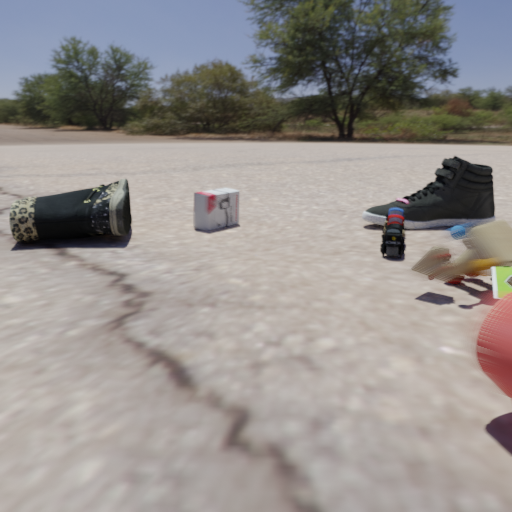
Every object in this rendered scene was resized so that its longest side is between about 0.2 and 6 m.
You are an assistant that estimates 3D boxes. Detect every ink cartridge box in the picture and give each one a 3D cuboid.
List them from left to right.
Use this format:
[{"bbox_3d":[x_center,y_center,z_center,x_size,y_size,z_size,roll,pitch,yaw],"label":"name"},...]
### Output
[{"bbox_3d":[-0.755,-0.914,10.879,0.396,0.690,0.951,13,19,36],"label":"ink cartridge box"},{"bbox_3d":[3.027,0.555,5.129,1.636,0.620,1.209,4,15,21],"label":"ink cartridge box"}]

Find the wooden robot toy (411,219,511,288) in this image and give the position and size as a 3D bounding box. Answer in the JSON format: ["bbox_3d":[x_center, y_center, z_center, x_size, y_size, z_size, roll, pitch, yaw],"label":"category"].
[{"bbox_3d":[3.055,0.158,6.810,2.326,1.025,1.055,-15,56,-26],"label":"wooden robot toy"}]

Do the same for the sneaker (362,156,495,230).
[{"bbox_3d":[3.389,-1.258,10.936,2.733,1.355,0.966,-3,16,-8],"label":"sneaker"}]

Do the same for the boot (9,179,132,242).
[{"bbox_3d":[-3.283,-0.857,10.245,1.935,0.925,2.562,-5,14,-11],"label":"boot"}]

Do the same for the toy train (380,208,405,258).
[{"bbox_3d":[2.297,-0.443,9.369,0.383,0.515,2.247,4,14,13],"label":"toy train"}]

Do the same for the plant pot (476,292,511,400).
[{"bbox_3d":[2.002,0.670,3.586,1.004,1.004,0.889,-5,17,-21],"label":"plant pot"}]
